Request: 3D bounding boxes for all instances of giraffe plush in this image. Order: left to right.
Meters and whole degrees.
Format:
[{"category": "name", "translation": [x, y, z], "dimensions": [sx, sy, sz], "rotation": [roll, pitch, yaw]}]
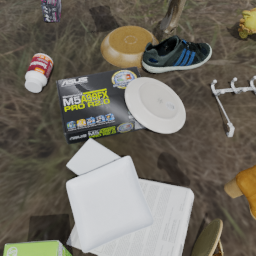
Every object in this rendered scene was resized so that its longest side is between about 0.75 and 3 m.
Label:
[{"category": "giraffe plush", "translation": [5.474, -4.238, 11.375], "dimensions": [1.739, 1.850, 2.144], "rotation": [14, 37, 25]}]

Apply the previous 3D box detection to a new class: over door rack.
[{"category": "over door rack", "translation": [4.002, -0.879, 9.619], "dimensions": [1.685, 0.760, 2.281], "rotation": [-5, 56, -3]}]

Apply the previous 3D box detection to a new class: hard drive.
[{"category": "hard drive", "translation": [-0.854, 1.140, 8.331], "dimensions": [1.724, 0.230, 1.137], "rotation": [29, 68, 28]}]

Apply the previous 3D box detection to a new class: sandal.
[{"category": "sandal", "translation": [1.953, 3.452, 6.809], "dimensions": [0.776, 0.865, 2.359], "rotation": [36, 67, -3]}]

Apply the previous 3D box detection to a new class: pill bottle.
[{"category": "pill bottle", "translation": [-3.309, -2.024, 10.369], "dimensions": [0.779, 0.779, 1.379], "rotation": [5, 57, 3]}]

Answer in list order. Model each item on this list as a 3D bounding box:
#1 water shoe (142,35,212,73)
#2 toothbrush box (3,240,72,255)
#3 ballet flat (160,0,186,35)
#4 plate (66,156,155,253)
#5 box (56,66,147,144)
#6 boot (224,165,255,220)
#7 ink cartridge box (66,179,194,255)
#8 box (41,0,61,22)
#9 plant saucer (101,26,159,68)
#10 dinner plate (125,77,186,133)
[{"category": "water shoe", "translation": [2.003, -2.904, 10.682], "dimensions": [2.972, 1.173, 1.063], "rotation": [-18, 58, -15]}, {"category": "toothbrush box", "translation": [-1.847, 3.886, 5.682], "dimensions": [1.141, 1.929, 2.650], "rotation": [-2, 55, -2]}, {"category": "ballet flat", "translation": [1.653, -4.019, 9.226], "dimensions": [0.485, 0.705, 2.091], "rotation": [26, 82, -29]}, {"category": "plate", "translation": [-0.505, 1.970, 7.396], "dimensions": [1.967, 0.319, 1.971], "rotation": [-23, 61, 2]}, {"category": "box", "translation": [-0.820, -0.856, 9.642], "dimensions": [2.983, 0.660, 2.390], "rotation": [-11, 57, -7]}, {"category": "boot", "translation": [2.029, 0.963, 3.930], "dimensions": [1.147, 0.821, 0.403], "rotation": [34, 50, -6]}, {"category": "ink cartridge box", "translation": [0.109, 2.506, 7.557], "dimensions": [2.880, 0.721, 2.318], "rotation": [5, 54, 26]}, {"category": "box", "translation": [-3.440, -5.525, 12.683], "dimensions": [0.741, 0.854, 1.292], "rotation": [-1, 56, -5]}, {"category": "plant saucer", "translation": [0.102, -3.490, 11.561], "dimensions": [2.497, 0.442, 2.497], "rotation": [0, 56, 0]}, {"category": "dinner plate", "translation": [0.993, -0.859, 9.363], "dimensions": [2.310, 0.280, 2.310], "rotation": [15, 53, -21]}]
